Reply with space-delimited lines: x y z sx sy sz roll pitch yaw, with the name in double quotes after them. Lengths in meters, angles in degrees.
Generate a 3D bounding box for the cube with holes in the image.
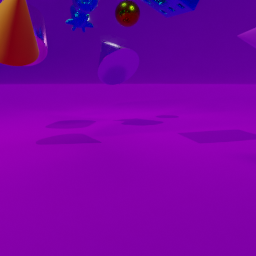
0.840 -3.206 5.633 1.270 1.270 1.270 25 6 -22 "cube with holes"

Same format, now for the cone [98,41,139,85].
-0.563 -2.345 8.894 1.382 1.382 1.387 -6 52 -33 "cone"

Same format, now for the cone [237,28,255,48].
2.581 -1.716 5.314 1.007 1.003 1.003 18 18 35 "cone"

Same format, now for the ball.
-0.015 -3.804 9.318 0.846 0.846 0.846 0 10 0 "ball"

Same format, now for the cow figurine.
-1.273 -3.463 7.999 0.858 1.539 1.564 2 28 -19 "cow figurine"

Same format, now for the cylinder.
-2.974 -2.632 7.936 1.252 1.252 1.252 -11 -27 -6 "cylinder"

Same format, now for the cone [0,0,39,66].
-2.245 -2.177 5.489 1.343 1.348 1.343 20 43 -20 "cone"
